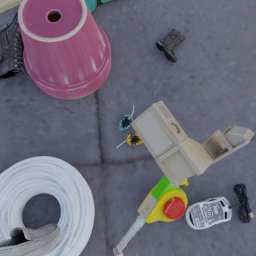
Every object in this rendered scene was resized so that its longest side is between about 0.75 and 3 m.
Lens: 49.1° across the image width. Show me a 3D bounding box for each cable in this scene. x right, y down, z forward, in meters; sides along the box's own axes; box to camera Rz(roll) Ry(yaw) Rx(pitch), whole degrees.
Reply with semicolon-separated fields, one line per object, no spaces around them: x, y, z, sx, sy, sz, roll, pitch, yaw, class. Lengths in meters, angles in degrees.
-2.351;2.305;7.506;2.976;1.031;2.977;43;77;13;cable

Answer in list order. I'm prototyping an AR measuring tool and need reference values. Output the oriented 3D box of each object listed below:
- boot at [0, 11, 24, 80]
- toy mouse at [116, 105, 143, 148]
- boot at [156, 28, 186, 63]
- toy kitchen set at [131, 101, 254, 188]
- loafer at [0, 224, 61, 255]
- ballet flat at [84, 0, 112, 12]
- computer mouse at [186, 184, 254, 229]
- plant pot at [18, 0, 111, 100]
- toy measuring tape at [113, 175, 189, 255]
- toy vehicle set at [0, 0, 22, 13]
-3.427;-2.582;8.884;2.132;0.738;1.856;-20;69;31;boot
0.241;-0.081;8.605;1.411;0.273;1.254;-9;74;-3;toy mouse
1.560;-2.796;9.371;0.942;0.374;1.082;-35;74;-9;boot
1.509;-0.036;6.159;1.712;1.549;1.898;55;37;7;toy kitchen set
-2.084;2.324;5.664;0.702;2.007;0.700;-6;91;22;loafer
-1.210;-4.632;9.680;2.688;0.950;0.950;-30;76;-13;ballet flat
2.494;2.277;7.844;1.959;0.430;1.074;-10;78;-9;computer mouse
-1.903;-2.564;8.211;2.754;2.465;2.754;0;72;0;plant pot
0.770;2.443;7.621;1.066;1.066;2.897;35;93;10;toy measuring tape
-4.941;-5.186;10.113;1.475;0.315;2.375;-26;75;-7;toy vehicle set
